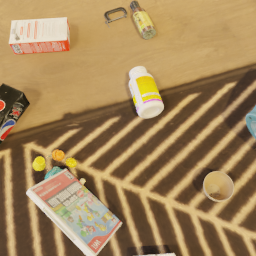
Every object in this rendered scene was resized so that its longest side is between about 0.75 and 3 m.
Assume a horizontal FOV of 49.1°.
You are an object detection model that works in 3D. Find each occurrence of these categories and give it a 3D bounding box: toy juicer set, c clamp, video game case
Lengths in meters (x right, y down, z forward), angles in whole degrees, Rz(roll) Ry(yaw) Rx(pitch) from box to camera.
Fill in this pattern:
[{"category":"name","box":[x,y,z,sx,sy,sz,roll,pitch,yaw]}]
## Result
[{"category":"toy juicer set","box":[-2.246,1.664,9.720,1.302,0.557,2.047,-30,73,-35]},{"category":"c clamp","box":[-0.574,-5.269,13.283,1.293,0.175,1.105,-28,62,-12]},{"category":"video game case","box":[-1.522,2.430,8.405,2.596,1.856,0.226,42,112,10]}]

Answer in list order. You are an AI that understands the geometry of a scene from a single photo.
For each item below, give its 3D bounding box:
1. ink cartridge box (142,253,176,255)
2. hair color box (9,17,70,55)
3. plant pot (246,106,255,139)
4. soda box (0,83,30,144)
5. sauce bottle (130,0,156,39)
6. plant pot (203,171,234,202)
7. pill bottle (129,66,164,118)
[{"category":"ink cartridge box","box":[0.805,4.288,8.343,1.301,0.552,0.947,-4,64,0]},{"category":"hair color box","box":[-3.835,-4.051,12.327,2.434,0.778,1.350,-4,64,-4]},{"category":"plant pot","box":[5.796,-0.456,9.554,2.789,2.969,2.969,-37,68,0]},{"category":"soda box","box":[-4.935,-0.188,10.333,1.027,0.919,2.902,24,67,10]},{"category":"sauce bottle","box":[0.621,-5.017,12.881,0.679,0.679,2.098,-17,63,-8]},{"category":"plant pot","box":[2.957,2.029,9.395,0.977,0.656,0.977,0,63,0]},{"category":"pill bottle","box":[0.636,-1.429,10.896,1.018,1.018,1.954,-13,64,-6]}]
